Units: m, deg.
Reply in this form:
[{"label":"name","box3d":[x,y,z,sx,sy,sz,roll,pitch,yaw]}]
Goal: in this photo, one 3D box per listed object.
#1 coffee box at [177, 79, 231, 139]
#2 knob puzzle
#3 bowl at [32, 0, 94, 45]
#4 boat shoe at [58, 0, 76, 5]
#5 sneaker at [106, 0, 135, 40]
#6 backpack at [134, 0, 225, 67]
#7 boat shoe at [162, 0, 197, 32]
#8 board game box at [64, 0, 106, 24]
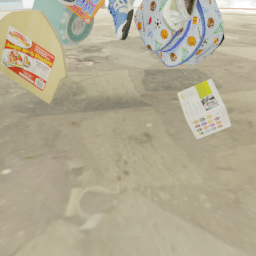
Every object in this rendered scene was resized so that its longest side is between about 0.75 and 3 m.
[{"label":"coffee box","box3d":[1.572,-0.382,5.823,0.776,0.784,0.785,-23,50,16]},{"label":"knob puzzle","box3d":[-2.124,-1.740,6.252,2.109,2.109,0.292,10,34,17]},{"label":"bowl","box3d":[-2.265,-4.259,10.831,1.334,2.550,2.550,35,41,21]},{"label":"boat shoe","box3d":[-1.592,-3.204,6.516,0.864,0.293,0.310,31,63,-15]},{"label":"sneaker","box3d":[-0.213,-2.806,6.837,0.657,0.645,1.705,10,56,-11]},{"label":"backpack","box3d":[1.741,-3.527,9.381,2.258,2.931,2.792,-23,80,-30]},{"label":"boat shoe","box3d":[1.116,-2.583,5.304,0.540,0.620,1.683,-11,51,50]},{"label":"board game box","box3d":[-1.307,-4.125,8.758,1.093,1.094,1.094,35,23,-19]}]
